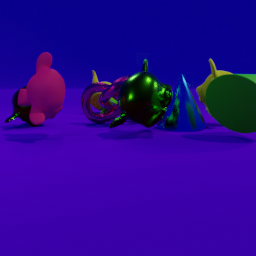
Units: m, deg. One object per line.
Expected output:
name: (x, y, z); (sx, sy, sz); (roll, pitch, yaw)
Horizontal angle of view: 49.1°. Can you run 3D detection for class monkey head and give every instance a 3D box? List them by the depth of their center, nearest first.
monkey head: (-1.869, -0.737, 5.862); (1.118, 1.554, 0.936); (2, -15, 2)
monkey head: (0.310, -0.567, 6.380); (1.146, 1.901, 1.368); (26, -22, 3)
monkey head: (2.613, -0.872, 7.632); (1.185, 1.966, 1.414); (-43, 13, 24)
monkey head: (-2.773, -0.620, 7.724); (1.221, 1.697, 1.022); (-10, -41, 38)

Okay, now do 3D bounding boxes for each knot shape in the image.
knot shape: (-0.523, -0.740, 8.042); (1.709, 1.827, 0.844); (-5, 52, 7)

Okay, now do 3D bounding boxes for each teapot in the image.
teapot: (-0.961, -1.361, 11.146); (1.239, 1.993, 0.976); (-15, 42, 21)

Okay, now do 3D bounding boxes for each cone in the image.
cone: (2.711, -0.855, 6.204); (1.423, 1.417, 1.417); (-39, 30, -30)
cone: (1.365, -0.715, 7.162); (1.291, 1.296, 1.291); (-2, 17, 1)

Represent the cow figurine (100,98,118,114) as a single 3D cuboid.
cow figurine: (-0.152, -0.682, 9.266); (1.437, 1.414, 0.789); (37, -19, 9)
